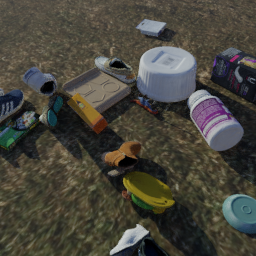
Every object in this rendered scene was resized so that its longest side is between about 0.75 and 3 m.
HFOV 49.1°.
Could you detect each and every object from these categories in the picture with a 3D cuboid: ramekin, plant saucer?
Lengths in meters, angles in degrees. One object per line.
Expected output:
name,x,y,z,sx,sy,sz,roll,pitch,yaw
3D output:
ramekin,1.908,-2.727,13.667,2.969,1.447,2.969,0,44,0
plant saucer,3.771,2.672,8.985,1.384,0.249,1.384,0,44,0

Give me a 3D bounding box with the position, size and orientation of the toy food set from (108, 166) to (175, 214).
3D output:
toy food set,0.461,2.133,9.294,2.227,0.727,1.310,30,29,27

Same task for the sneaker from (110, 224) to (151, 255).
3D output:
sneaker,0.016,3.345,8.211,1.343,0.500,0.585,-22,37,-31

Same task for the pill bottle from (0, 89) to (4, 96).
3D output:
pill bottle,-6.414,-1.705,13.282,0.941,0.528,0.528,16,46,17

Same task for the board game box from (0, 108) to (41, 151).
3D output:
board game box,-4.669,0.008,11.734,1.113,0.249,2.124,22,48,18

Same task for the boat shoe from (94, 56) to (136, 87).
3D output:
boat shoe,-0.673,-3.173,14.450,2.860,0.978,1.069,34,54,30

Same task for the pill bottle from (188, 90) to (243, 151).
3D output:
pill bottle,3.393,-0.407,11.316,1.410,1.410,2.511,-11,45,-11

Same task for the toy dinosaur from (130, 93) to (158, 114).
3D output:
toy dinosaur,0.865,-1.028,12.778,1.295,0.680,1.176,-32,58,29

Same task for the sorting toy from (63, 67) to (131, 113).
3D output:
sorting toy,-1.493,-1.823,13.515,2.519,0.459,2.332,35,54,25

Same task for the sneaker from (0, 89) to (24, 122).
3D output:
sneaker,-5.596,-1.085,12.194,1.018,1.148,2.716,15,46,15

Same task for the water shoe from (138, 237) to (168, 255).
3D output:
water shoe,0.937,3.856,7.360,0.730,0.806,2.043,-27,50,-25

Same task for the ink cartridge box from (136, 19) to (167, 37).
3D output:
ink cartridge box,1.515,-6.605,18.442,1.611,0.327,1.607,19,47,19

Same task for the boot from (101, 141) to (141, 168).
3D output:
boot,0.013,0.941,9.940,1.715,0.658,1.332,-10,9,-29

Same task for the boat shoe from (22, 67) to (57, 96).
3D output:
boat shoe,-3.599,-1.882,12.360,0.957,2.914,1.048,41,86,2

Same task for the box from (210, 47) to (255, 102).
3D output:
box,5.478,-2.624,13.492,1.322,1.524,2.493,-31,52,-28

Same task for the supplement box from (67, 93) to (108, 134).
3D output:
supplement box,-1.738,-0.649,11.903,0.665,0.687,1.998,-44,61,-6

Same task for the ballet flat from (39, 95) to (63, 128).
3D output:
ballet flat,-3.405,-0.632,12.168,0.798,0.719,2.119,-17,37,15
